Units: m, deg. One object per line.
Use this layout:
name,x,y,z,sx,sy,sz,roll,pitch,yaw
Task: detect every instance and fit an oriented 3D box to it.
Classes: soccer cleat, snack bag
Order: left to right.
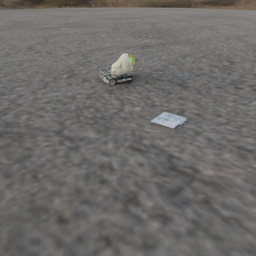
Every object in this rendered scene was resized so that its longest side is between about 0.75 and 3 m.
soccer cleat,-0.279,-2.529,11.630,0.805,0.719,2.074,-24,4,-7
snack bag,1.349,-0.244,9.175,0.870,0.099,0.922,19,32,31

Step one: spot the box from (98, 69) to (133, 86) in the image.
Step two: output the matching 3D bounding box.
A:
box,-0.612,-2.399,12.906,1.162,0.354,1.442,-12,31,-24

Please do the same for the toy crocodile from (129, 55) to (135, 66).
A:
toy crocodile,0.079,-3.013,12.923,0.534,0.584,1.730,-3,5,-8
